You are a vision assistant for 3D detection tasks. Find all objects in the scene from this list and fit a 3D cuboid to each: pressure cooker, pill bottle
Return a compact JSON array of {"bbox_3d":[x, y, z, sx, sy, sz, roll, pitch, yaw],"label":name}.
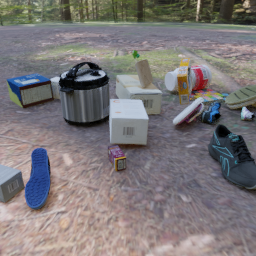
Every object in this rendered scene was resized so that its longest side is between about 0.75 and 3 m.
[{"bbox_3d":[-1.718,-1.481,11.332,2.085,2.334,2.053,-7,27,-12],"label":"pressure cooker"},{"bbox_3d":[3.155,-2.587,14.771,2.265,1.271,1.271,-12,29,-22],"label":"pill bottle"}]

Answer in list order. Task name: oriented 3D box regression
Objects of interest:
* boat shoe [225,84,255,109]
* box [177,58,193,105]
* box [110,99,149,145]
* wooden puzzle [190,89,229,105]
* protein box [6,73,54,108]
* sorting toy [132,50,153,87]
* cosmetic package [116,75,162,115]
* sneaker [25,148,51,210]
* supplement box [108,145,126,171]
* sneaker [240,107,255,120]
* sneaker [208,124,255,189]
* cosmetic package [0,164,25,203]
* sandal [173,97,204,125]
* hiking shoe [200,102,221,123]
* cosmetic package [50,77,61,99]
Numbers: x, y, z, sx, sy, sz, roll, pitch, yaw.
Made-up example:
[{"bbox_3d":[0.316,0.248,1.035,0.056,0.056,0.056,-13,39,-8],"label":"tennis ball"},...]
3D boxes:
[{"bbox_3d":[5.872,-1.426,12.752,2.854,0.976,1.067,-22,33,2],"label":"boat shoe"},{"bbox_3d":[1.859,-1.568,9.027,0.336,0.964,1.619,0,35,20],"label":"box"},{"bbox_3d":[-0.032,-0.277,10.094,1.242,0.973,1.996,1,24,-5],"label":"box"},{"bbox_3d":[3.921,-1.570,13.943,2.437,0.171,1.445,-10,28,-20],"label":"wooden puzzle"},{"bbox_3d":[-4.697,-1.836,13.472,1.571,1.060,1.560,-22,34,-37],"label":"protein box"},{"bbox_3d":[0.613,-2.672,12.309,0.237,1.609,1.189,-10,15,30],"label":"sorting toy"},{"bbox_3d":[0.415,-1.620,13.002,1.497,1.012,2.846,-4,26,-15],"label":"cosmetic package"},{"bbox_3d":[-2.350,1.420,7.519,0.636,0.706,1.813,-2,48,-7],"label":"sneaker"},{"bbox_3d":[-0.347,0.915,8.622,0.345,0.444,0.805,-9,29,-19],"label":"supplement box"},{"bbox_3d":[5.096,-0.564,11.781,0.629,0.350,0.900,12,38,20],"label":"sneaker"},{"bbox_3d":[3.119,0.801,8.262,0.954,1.003,2.530,-5,28,-13],"label":"sneaker"},{"bbox_3d":[-3.604,1.385,7.509,1.430,0.645,0.764,10,27,25],"label":"cosmetic package"},{"bbox_3d":[2.697,-0.652,11.501,0.640,1.060,2.605,49,39,4],"label":"sandal"},{"bbox_3d":[3.595,-0.590,11.663,0.652,0.559,1.503,25,45,30],"label":"hiking shoe"},{"bbox_3d":[-3.015,-1.912,13.795,1.733,0.932,0.735,13,30,22],"label":"cosmetic package"}]
